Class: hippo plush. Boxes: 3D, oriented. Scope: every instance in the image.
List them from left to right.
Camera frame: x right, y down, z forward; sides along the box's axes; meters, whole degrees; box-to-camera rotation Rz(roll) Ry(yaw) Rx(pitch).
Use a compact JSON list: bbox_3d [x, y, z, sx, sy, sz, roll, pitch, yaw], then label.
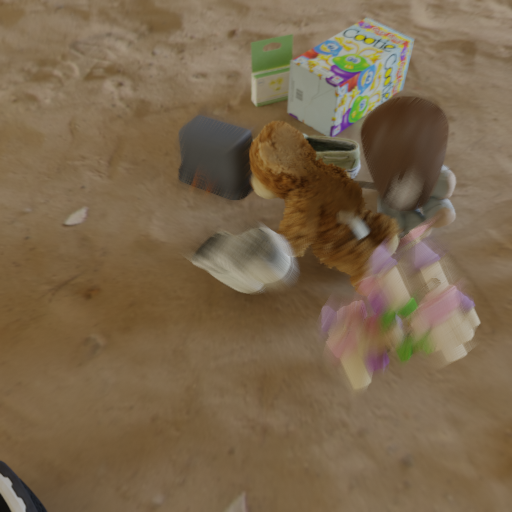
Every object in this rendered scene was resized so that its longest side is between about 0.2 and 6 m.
[{"bbox_3d":[3.201,-1.371,11.848,2.158,1.719,1.735,23,27,15],"label":"hippo plush"}]

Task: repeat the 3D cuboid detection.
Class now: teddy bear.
[{"bbox_3d":[1.203,-0.790,10.406,3.703,1.236,2.685,29,58,-23],"label":"teddy bear"}]

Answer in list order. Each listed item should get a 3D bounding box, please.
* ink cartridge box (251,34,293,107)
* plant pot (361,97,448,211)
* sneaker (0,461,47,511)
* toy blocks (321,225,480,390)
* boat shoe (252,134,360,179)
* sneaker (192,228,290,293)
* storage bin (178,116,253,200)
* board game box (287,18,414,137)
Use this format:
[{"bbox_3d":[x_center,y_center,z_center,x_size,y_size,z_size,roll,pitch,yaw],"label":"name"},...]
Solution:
[{"bbox_3d":[0.465,-4.727,14.364,1.186,1.629,0.391,-17,51,-14],"label":"ink cartridge box"},{"bbox_3d":[2.606,-1.646,9.836,1.561,1.561,1.670,6,51,6],"label":"plant pot"},{"bbox_3d":[-3.115,4.076,7.116,1.308,1.133,3.159,-31,56,-24],"label":"sneaker"},{"bbox_3d":[2.107,0.674,8.457,2.067,1.932,1.740,-21,85,-57],"label":"toy blocks"},{"bbox_3d":[0.995,-2.419,12.870,2.838,0.880,1.022,6,50,5],"label":"boat shoe"},{"bbox_3d":[-0.111,0.166,9.792,0.994,1.072,2.646,-48,23,-18],"label":"sneaker"},{"bbox_3d":[-0.797,-1.917,10.779,1.635,1.098,1.190,22,52,27],"label":"storage bin"},{"bbox_3d":[2.386,-4.565,14.259,1.538,1.566,2.985,37,60,27],"label":"board game box"}]
